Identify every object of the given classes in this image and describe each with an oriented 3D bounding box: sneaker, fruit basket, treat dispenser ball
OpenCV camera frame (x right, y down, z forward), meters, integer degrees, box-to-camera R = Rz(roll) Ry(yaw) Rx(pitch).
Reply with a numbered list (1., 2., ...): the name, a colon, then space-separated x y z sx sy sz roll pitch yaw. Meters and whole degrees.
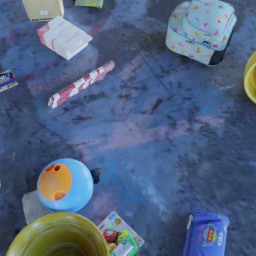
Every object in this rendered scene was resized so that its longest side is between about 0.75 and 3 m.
1. sneaker: -1.045 1.583 9.174 0.395 1.041 0.472 -4 71 -16
2. fruit basket: -0.424 3.363 8.340 1.276 0.646 1.377 -41 65 -20
3. treat dispenser ball: -1.926 1.785 8.657 1.691 1.691 1.691 0 60 0

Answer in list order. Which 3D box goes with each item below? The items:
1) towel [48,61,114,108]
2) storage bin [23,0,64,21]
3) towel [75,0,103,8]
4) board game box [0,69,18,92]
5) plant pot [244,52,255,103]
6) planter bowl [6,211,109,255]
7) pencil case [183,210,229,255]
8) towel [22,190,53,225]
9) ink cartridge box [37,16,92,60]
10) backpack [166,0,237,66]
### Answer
1. towel: -1.794 -1.581 10.558 2.603 1.875 0.296 -35 97 -18
2. storage bin: -3.964 -5.910 13.092 1.640 1.628 0.768 -5 59 -3
3. towel: -1.925 -6.940 14.499 1.452 0.230 2.021 3 61 1
4. board game box: -5.148 -1.952 11.607 0.910 0.258 0.752 -29 63 -15
5. plant pot: 5.860 -2.413 10.722 2.561 2.561 2.409 17 47 9
6. planter bowl: -1.866 3.849 7.750 2.791 1.162 2.791 0 61 0
7. pencil case: 2.053 3.683 7.870 1.212 1.089 2.790 23 62 -5
8. towel: -2.811 2.638 8.973 0.938 0.244 1.416 -20 62 -11
9. ink cartridge box: -2.743 -3.911 12.445 2.235 0.754 1.301 36 66 20
10. backpack: 3.006 -4.209 11.916 2.703 2.072 2.376 21 68 18
